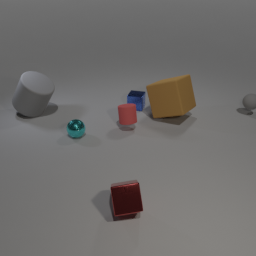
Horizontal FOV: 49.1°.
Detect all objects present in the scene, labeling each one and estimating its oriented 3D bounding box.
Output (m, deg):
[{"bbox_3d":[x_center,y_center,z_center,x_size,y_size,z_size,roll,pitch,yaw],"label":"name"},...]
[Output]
[{"bbox_3d":[-3.999,-1.420,11.829,1.400,1.400,1.400,23,38,-20],"label":"cylinder"},{"bbox_3d":[5.284,-1.126,12.013,0.700,0.700,0.700,0,29,0],"label":"ball"},{"bbox_3d":[-1.936,0.018,10.443,0.700,0.700,0.700,0,29,0],"label":"ball"},{"bbox_3d":[-0.019,-0.539,10.848,0.700,0.700,0.700,-5,15,1],"label":"cylinder"},{"bbox_3d":[-0.038,1.721,6.978,0.700,0.700,0.700,-9,-4,-3],"label":"cube"},{"bbox_3d":[1.808,-1.309,11.599,1.400,1.400,1.400,-5,15,37],"label":"cube"},{"bbox_3d":[0.380,-1.247,12.738,0.700,0.700,0.700,8,30,14],"label":"cube"}]
